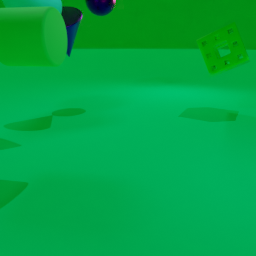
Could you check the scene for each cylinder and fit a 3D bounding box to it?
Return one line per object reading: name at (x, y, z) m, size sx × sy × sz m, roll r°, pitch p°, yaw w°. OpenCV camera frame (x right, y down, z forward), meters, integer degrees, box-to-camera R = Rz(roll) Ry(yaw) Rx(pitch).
cylinder at (-1.752, -1.624, 5.036) m, size 1.009 × 1.009 × 1.009 m, roll 3°, pitch 18°, yaw 11°

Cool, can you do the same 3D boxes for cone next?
cone at (-2.152, -3.049, 9.496) m, size 1.500 × 1.506 × 1.500 m, roll -3°, pitch 48°, yaw 3°
cone at (-2.776, -3.229, 7.065) m, size 1.546 × 1.546 × 1.551 m, roll 11°, pitch -10°, yaw 31°

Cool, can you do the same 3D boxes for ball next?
ball at (-1.053, -4.903, 10.717) m, size 1.169 × 1.169 × 1.169 m, roll 0°, pitch 17°, yaw 0°

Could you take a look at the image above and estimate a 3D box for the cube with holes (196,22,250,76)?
cube with holes at (3.522, -2.818, 10.272) m, size 1.367 × 1.367 × 1.367 m, roll -21°, pitch 1°, yaw 26°
